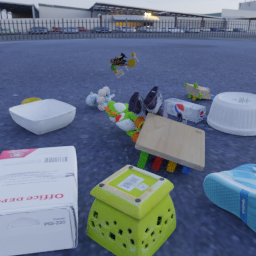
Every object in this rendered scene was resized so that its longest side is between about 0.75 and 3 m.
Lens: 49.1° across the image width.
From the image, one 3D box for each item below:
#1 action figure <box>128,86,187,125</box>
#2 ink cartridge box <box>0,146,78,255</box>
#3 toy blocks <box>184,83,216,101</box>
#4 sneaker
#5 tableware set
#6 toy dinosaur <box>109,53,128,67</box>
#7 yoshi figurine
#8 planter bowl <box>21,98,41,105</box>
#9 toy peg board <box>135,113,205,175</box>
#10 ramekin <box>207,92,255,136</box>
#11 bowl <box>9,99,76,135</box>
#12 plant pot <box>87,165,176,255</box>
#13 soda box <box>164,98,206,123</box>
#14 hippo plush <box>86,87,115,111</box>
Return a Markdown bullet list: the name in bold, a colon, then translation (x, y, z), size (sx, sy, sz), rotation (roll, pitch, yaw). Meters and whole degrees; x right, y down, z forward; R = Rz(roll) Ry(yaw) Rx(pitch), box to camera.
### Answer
- **action figure**: translation (1.095, -0.365, 9.477), size (1.644, 0.876, 2.527), rotation (4, -23, 36)
- **ink cartridge box**: translation (-2.030, 1.433, 6.119), size (1.825, 1.063, 2.506), rotation (-4, 21, -9)
- **toy blocks**: translation (3.858, -1.907, 14.759), size (1.145, 0.837, 1.675), rotation (3, 21, -22)
- **sneaker**: translation (3.046, 1.482, 6.169), size (1.559, 0.950, 2.388), rotation (-15, 27, -28)
- **tableware set**: translation (-0.162, -2.942, 12.858), size (0.903, 1.340, 0.206), rotation (58, 17, 18)
- **toy dinosaur**: translation (-0.315, -2.574, 10.810), size (0.574, 0.432, 0.845), rotation (-33, -8, 40)
- **yoshi figurine**: translation (0.106, -0.354, 10.080), size (1.278, 1.274, 2.275), rotation (-42, 46, -9)
- **planter bowl**: translation (-4.202, -0.936, 12.370), size (1.591, 0.663, 1.591), rotation (0, 22, 0)
- **toy peg board**: translation (1.222, 0.619, 8.413), size (1.899, 0.932, 1.906), rotation (19, 33, 4)
- **ramekin**: translation (4.393, -0.659, 11.076), size (2.406, 1.121, 2.406), rotation (0, 22, 0)
- **bowl**: translation (-3.297, -0.429, 10.994), size (2.083, 0.777, 2.080), rotation (18, 29, 39)
- **plant pot**: translation (0.083, 1.572, 5.538), size (1.379, 1.257, 1.386), rotation (17, 29, 34)
- **soda box**: translation (2.419, -0.794, 12.105), size (0.631, 0.586, 1.849), rotation (-18, 29, -37)
- **hippo plush**: translation (-1.377, -1.456, 13.109), size (1.064, 1.054, 1.324), rotation (11, 25, 23)
